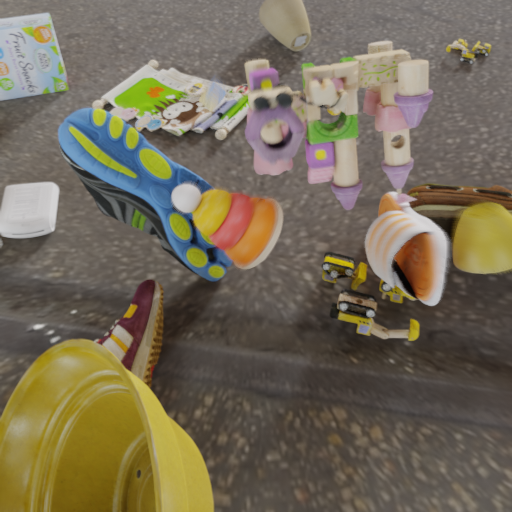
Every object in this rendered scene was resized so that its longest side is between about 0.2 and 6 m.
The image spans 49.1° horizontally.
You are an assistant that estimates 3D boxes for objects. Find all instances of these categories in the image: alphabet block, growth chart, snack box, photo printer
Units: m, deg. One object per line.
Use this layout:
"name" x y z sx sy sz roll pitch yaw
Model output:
"alphabet block" -0.671 -2.444 8.599 0.265 0.271 0.266 41 61 -17
"growth chart" -1.783 -3.651 13.169 3.579 0.317 2.590 18 52 16
"snack box" -5.789 -4.546 13.002 2.391 1.700 0.633 -13 49 -12
"photo printer" -4.297 -0.840 10.595 1.010 0.421 1.214 -6 49 -7

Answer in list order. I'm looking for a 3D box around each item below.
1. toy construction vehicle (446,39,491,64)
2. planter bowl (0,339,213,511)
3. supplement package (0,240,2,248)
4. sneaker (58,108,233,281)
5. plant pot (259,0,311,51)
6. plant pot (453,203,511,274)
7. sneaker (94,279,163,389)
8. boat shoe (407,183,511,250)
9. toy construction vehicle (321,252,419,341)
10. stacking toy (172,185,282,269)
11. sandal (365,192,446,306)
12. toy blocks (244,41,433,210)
"toy construction vehicle" 5.593 -5.454 14.708 0.986 0.347 0.859 27 54 22
"planter bowl" -1.553 2.837 6.105 1.529 3.672 3.672 17 33 -43
"supplement package" -5.608 -0.282 9.524 1.713 1.291 1.300 9 49 8
"sneaker" -1.712 -0.962 9.269 3.569 1.479 1.265 41 70 -20
"plant pot" 0.892 -6.133 14.868 1.236 1.236 1.320 -19 68 -16
"plant pot" 3.699 -0.358 8.990 1.160 0.824 1.160 -16 21 7
"sneaker" -2.103 1.455 8.151 1.275 1.060 2.829 7 48 -2
"boat shoe" 4.359 -0.732 9.964 3.403 1.224 1.157 10 51 8
"toy construction vehicle" 1.821 0.688 9.187 1.675 0.590 1.458 13 33 4
"stacking toy" -0.520 -0.608 8.401 1.626 1.188 1.188 27 41 -29
"sandal" 2.192 -0.188 9.155 0.918 1.227 3.204 -1 22 -3
"toy blocks" 1.211 -1.718 8.669 2.720 2.450 2.911 -8 28 0
